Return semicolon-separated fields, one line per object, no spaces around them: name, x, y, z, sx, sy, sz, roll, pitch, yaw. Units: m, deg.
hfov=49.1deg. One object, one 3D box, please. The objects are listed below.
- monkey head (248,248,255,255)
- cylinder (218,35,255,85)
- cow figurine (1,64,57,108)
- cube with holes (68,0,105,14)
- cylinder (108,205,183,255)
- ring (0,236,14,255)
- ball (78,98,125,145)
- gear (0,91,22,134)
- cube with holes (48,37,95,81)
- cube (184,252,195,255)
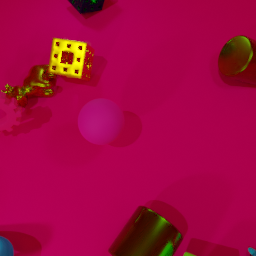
monkey head;2.969;2.957;5.856;0.739;1.027;0.619;9;94;-22
cylinder;3.300;-1.851;7.749;1.132;1.132;1.132;8;60;-29
cow figurine;-2.777;-1.233;7.928;1.347;0.751;1.369;2;62;-3
cube with holes;-1.372;-4.489;9.214;0.917;0.917;0.917;-29;70;-36
cylinder;0.370;2.436;5.847;1.160;1.160;1.160;33;68;15
ring;-3.182;2.691;5.472;1.784;1.784;0.357;-6;102;-3
ball;-0.608;-0.143;6.402;1.060;1.060;1.060;0;64;0
gear;-3.201;-0.341;6.638;1.262;1.262;0.233;-12;52;-6
cube with holes;-1.570;-1.901;7.906;0.944;0.944;0.944;11;96;5
cube;1.450;3.231;5.197;1.102;1.102;1.102;11;51;32
